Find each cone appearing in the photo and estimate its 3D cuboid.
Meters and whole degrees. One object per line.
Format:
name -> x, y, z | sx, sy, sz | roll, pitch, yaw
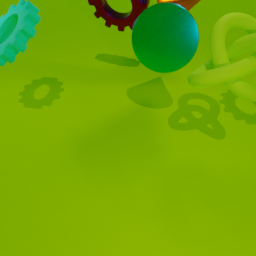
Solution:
cone -> 1.092, -2.458, 7.427 | 1.635, 1.635, 1.641 | 11, 27, 12
cone -> 1.715, -3.817, 8.463 | 1.279, 1.274, 1.274 | -4, 37, 29

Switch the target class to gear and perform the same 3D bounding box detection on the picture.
gear -> -0.293, -3.869, 8.552 | 1.884, 1.884, 0.348 | 13, 57, 14
gear -> -2.849, -2.343, 6.889 | 1.686, 0.312, 1.686 | -17, 59, 31

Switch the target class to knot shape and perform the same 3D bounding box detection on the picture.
knot shape -> 2.372, -1.606, 6.014 | 2.073, 0.958, 1.940 | 6, 70, 36
